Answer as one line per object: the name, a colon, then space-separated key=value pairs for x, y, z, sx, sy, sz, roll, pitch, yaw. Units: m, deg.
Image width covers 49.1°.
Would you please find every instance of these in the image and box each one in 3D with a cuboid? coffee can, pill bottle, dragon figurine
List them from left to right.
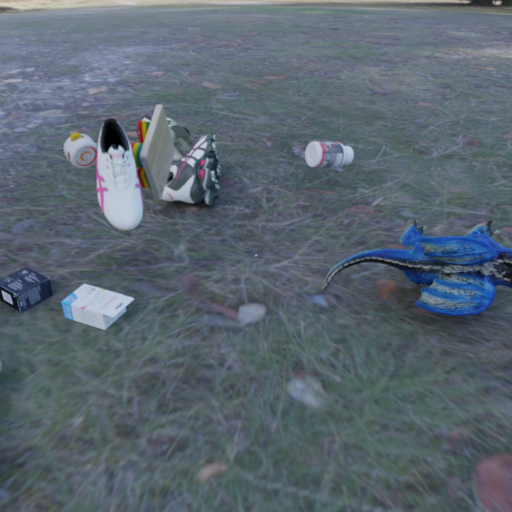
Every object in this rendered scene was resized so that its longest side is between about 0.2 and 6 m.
coffee can: x=-2.630 y=-3.403 z=15.935 sx=1.051 sy=1.051 sz=1.436 roll=-19 pitch=36 yaw=-28
pill bottle: x=1.774 y=-2.415 z=13.432 sx=1.085 sy=0.601 sz=0.601 roll=-4 pitch=29 yaw=-29
dragon figurine: x=3.174 y=0.192 z=9.098 sx=4.206 sy=1.238 sz=2.091 roll=0 pitch=13 yaw=7

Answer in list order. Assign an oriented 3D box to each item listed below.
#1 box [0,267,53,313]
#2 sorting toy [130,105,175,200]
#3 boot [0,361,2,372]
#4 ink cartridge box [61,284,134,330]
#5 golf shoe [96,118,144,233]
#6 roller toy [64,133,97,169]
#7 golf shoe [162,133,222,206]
box: x=-4.076 y=0.584 z=9.843 sx=0.668 sy=0.399 sz=0.679 roll=21 pitch=37 yaw=31
sorting toy: x=-2.019 y=-1.973 z=10.716 sx=0.454 sy=1.296 sz=1.304 roll=6 pitch=59 yaw=7
boot: x=-3.992 y=1.916 z=7.220 sx=2.596 sy=0.912 sz=1.898 roll=15 pitch=25 yaw=11
ink cartridge box: x=-2.627 y=0.873 z=9.395 sx=1.056 sy=0.358 sz=0.608 roll=13 pitch=33 yaw=21
golf shoe: x=-2.331 y=-1.335 z=9.280 sx=0.712 sy=0.903 sz=1.961 roll=-12 pitch=68 yaw=-12
roller toy: x=-3.917 y=-2.352 z=12.503 sx=0.519 sy=0.678 sz=0.743 roll=46 pitch=16 yaw=29
golf shoe: x=-1.563 y=-2.228 z=13.928 sx=1.332 sy=1.167 sz=3.024 roll=-7 pitch=29 yaw=5
